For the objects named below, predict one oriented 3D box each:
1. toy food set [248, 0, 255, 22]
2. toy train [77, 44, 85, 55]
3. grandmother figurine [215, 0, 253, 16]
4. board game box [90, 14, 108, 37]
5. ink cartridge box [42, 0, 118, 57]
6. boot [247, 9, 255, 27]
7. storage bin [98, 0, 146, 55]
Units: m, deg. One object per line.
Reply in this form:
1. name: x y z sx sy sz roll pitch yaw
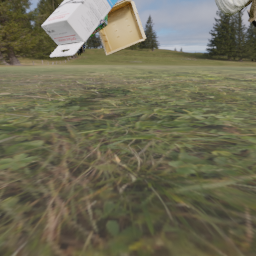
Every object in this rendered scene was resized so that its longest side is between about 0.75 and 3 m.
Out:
1. toy food set: 1.939 -1.924 3.712 0.162 0.655 1.030 44 -3 24
2. toy train: -1.813 -3.666 10.493 0.314 1.843 0.422 4 10 23
3. grandmother figurine: 2.072 -2.349 4.378 0.669 1.340 2.210 37 56 21
4. board game box: -1.076 -3.831 10.143 0.753 0.163 1.119 -27 42 24
5. ink cartridge box: -1.507 -3.211 8.149 1.396 0.804 2.410 10 61 44
6. boot: 4.092 -3.472 8.431 0.784 0.381 1.042 -23 34 23
7. storage bin: -0.326 -4.056 11.338 1.666 1.679 0.787 -17 11 17
